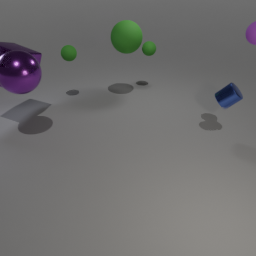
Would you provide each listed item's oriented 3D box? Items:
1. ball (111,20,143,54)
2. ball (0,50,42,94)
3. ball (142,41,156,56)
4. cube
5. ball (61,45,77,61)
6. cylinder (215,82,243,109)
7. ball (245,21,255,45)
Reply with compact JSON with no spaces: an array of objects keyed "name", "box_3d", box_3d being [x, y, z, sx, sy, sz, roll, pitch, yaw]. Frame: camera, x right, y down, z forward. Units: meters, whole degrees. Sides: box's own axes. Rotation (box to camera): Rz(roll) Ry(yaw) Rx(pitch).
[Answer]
[{"name":"ball","box_3d":[-0.061,-3.978,12.263,1.400,1.400,1.400,0,30,0]},{"name":"ball","box_3d":[-3.517,-1.792,9.049,1.400,1.400,1.400,0,30,0]},{"name":"ball","box_3d":[1.031,-3.880,13.687,0.700,0.700,0.700,0,30,0]},{"name":"cube","box_3d":[-4.317,-2.326,10.463,1.400,1.400,1.400,23,20,14]},{"name":"ball","box_3d":[-2.607,-3.294,12.331,0.700,0.700,0.700,0,30,0]},{"name":"cylinder","box_3d":[3.566,-1.133,9.923,0.700,0.700,0.700,31,40,-30]},{"name":"ball","box_3d":[3.938,-2.879,8.481,0.700,0.700,0.700,0,30,0]}]
